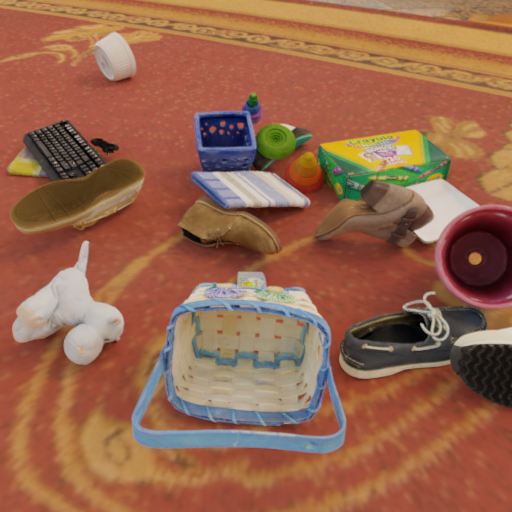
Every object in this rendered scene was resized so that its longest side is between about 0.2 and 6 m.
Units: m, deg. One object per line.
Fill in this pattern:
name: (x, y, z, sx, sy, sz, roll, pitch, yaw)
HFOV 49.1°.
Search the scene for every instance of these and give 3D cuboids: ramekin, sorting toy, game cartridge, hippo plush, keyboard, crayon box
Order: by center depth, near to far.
hippo plush: (-2.733, 0.975, 8.689, 1.336, 1.323, 1.661, 39, 59, 0)
game cartridge: (-0.081, 0.553, 9.788, 0.513, 0.156, 0.770, 3, 38, -2)
sorting toy: (0.562, -2.624, 12.382, 0.935, 0.929, 2.697, -32, 72, -16)
crayon box: (2.821, -2.034, 12.568, 2.534, 0.738, 1.505, -12, 40, -14)
keyboard: (-4.227, -2.490, 13.164, 1.796, 0.384, 2.990, -22, 45, -26)
ramekin: (-4.388, -6.075, 17.275, 0.724, 1.379, 1.379, -36, 50, -24)

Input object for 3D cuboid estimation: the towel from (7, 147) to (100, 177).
towel: (-4.823, -2.264, 13.304, 1.857, 0.211, 1.333, 5, 38, 6)

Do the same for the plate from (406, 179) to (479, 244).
plate: (3.635, -0.889, 11.492, 1.794, 0.290, 1.790, -15, 42, -19)

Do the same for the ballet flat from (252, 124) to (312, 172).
ballet flat: (0.572, -2.741, 13.388, 0.709, 0.705, 2.073, 53, 50, -2)

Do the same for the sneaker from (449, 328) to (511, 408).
sneaker: (4.236, 1.430, 8.170, 2.941, 1.035, 1.375, 2, 22, 4)

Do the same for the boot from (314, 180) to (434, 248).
boot: (2.256, -0.586, 10.566, 1.466, 2.006, 0.704, 29, 48, -20)

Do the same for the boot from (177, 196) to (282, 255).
boot: (-0.531, -0.384, 10.554, 2.322, 0.855, 0.876, 23, 55, 38)

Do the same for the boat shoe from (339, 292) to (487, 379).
boat shoe: (2.441, 1.139, 8.515, 2.509, 0.776, 0.939, -9, 39, -11)

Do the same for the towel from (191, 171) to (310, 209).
towel: (-0.112, -1.355, 11.627, 2.165, 0.258, 1.590, -6, 34, -36)

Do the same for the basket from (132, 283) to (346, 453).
basket: (-0.190, 1.449, 7.205, 2.375, 1.874, 2.694, 3, 29, -1)

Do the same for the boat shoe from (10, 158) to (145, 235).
boat shoe: (-3.425, -0.999, 11.091, 2.771, 0.920, 1.025, -27, 63, -31)

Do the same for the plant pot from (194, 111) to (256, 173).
plant pot: (-0.704, -2.395, 12.558, 1.276, 1.147, 1.276, -4, 54, -6)

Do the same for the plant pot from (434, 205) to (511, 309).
plant pot: (3.738, 0.031, 9.166, 1.632, 1.632, 1.461, 10, 1, 13)
